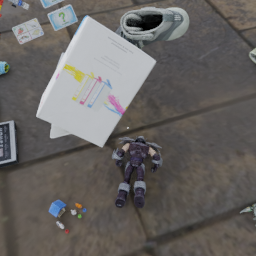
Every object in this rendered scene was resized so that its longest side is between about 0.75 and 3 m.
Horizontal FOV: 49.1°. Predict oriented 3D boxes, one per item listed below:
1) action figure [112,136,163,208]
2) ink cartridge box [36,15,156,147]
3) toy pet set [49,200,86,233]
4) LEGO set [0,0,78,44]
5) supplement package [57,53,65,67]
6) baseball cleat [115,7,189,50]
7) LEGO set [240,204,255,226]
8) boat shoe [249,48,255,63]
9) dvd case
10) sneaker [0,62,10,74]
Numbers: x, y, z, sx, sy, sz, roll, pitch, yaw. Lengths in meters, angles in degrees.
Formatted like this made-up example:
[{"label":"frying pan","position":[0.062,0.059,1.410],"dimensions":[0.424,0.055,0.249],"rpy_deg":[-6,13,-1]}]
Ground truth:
[{"label":"action figure","position":[0.197,1.071,7.747],"dimensions":[1.426,0.761,2.192],"rpy_deg":[5,52,12]},{"label":"ink cartridge box","position":[-0.848,-0.943,6.285],"dimensions":[1.573,2.511,1.614],"rpy_deg":[27,17,-20]},{"label":"toy pet set","position":[-1.589,2.140,7.164],"dimensions":[0.716,0.407,0.767],"rpy_deg":[30,60,19]},{"label":"LEGO set","position":[-2.878,-3.432,7.845],"dimensions":[2.503,1.869,0.614],"rpy_deg":[-27,29,-9]},{"label":"supplement package","position":[-1.935,-2.208,10.090],"dimensions":[1.000,0.554,0.779],"rpy_deg":[7,56,3]},{"label":"baseball cleat","position":[0.141,-2.447,6.919],"dimensions":[1.447,2.718,0.948],"rpy_deg":[-8,93,-39]},{"label":"LEGO set","position":[3.749,2.347,6.973],"dimensions":[1.712,0.485,1.112],"rpy_deg":[4,55,3]},{"label":"boat shoe","position":[5.374,-2.134,9.995],"dimensions":[0.757,0.879,2.440],"rpy_deg":[-32,52,1]},{"label":"dvd case","position":[-4.340,0.615,8.324],"dimensions":[1.998,0.247,1.501],"rpy_deg":[-13,57,-8]},{"label":"sneaker","position":[-4.738,-2.368,10.297],"dimensions":[0.711,0.433,1.090],"rpy_deg":[-17,66,-9]}]
